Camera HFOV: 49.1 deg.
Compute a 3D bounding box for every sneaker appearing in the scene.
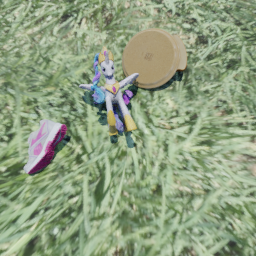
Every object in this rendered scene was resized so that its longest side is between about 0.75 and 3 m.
[{"bbox_3d":[-2.521,0.501,8.100,0.774,0.714,1.755,32,89,13],"label":"sneaker"}]

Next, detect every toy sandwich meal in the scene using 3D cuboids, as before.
[{"bbox_3d":[0.891,-2.390,9.689,2.290,0.784,2.290,-1,87,22],"label":"toy sandwich meal"}]

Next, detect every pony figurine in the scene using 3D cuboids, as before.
[{"bbox_3d":[-0.422,-1.001,8.320,1.963,2.276,2.358,-14,89,-5],"label":"pony figurine"}]
